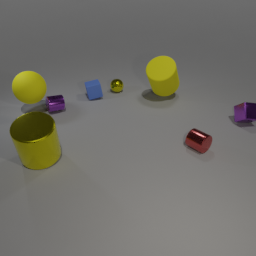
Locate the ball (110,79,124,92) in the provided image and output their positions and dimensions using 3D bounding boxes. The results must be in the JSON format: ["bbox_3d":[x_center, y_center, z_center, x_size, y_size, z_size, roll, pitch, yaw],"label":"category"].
[{"bbox_3d":[-0.574,-2.200,14.515,0.700,0.700,0.700,0,31,0],"label":"ball"}]

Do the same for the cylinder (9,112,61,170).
[{"bbox_3d":[-3.010,0.420,9.259,1.400,1.400,1.400,1,46,-1],"label":"cylinder"}]

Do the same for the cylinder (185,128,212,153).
[{"bbox_3d":[2.562,0.457,10.137,0.700,0.700,0.700,-24,39,-34],"label":"cylinder"}]

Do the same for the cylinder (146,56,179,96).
[{"bbox_3d":[1.665,-2.440,13.286,1.400,1.400,1.400,-7,64,14],"label":"cylinder"}]

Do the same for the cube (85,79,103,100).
[{"bbox_3d":[-1.691,-1.906,13.829,0.700,0.700,0.700,-16,32,-8],"label":"cube"}]

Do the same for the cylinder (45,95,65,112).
[{"bbox_3d":[-3.273,-1.113,12.592,0.700,0.700,0.700,-12,33,-27],"label":"cylinder"}]

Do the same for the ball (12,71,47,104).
[{"bbox_3d":[-4.215,-1.731,12.003,1.400,1.400,1.400,0,31,0],"label":"ball"}]

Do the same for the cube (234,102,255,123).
[{"bbox_3d":[4.894,-0.624,11.554,0.700,0.700,0.700,4,-10,-17],"label":"cube"}]
